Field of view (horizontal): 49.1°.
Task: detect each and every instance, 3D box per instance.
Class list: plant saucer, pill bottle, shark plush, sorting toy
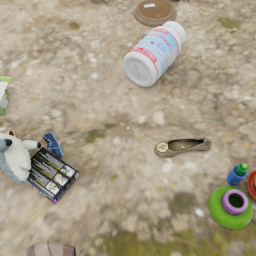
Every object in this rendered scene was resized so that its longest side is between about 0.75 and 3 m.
[{"bbox_3d":[1.131,-4.843,11.595,1.802,0.266,1.802,-1,56,1],"label":"plant saucer"},{"bbox_3d":[0.969,-2.559,9.415,1.279,1.279,2.352,29,61,18],"label":"pill bottle"},{"bbox_3d":[-3.556,0.640,7.333,2.534,1.151,1.055,14,89,15],"label":"shark plush"},{"bbox_3d":[3.011,1.499,6.909,2.154,0.884,1.294,-22,59,-14],"label":"sorting toy"}]

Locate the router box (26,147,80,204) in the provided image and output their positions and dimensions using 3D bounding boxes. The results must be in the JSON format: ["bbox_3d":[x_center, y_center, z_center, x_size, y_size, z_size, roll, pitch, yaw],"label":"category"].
[{"bbox_3d":[-2.107,1.222,7.427,1.319,0.337,0.984,30,61,19],"label":"router box"}]

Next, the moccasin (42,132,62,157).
[{"bbox_3d":[-2.146,0.523,7.920,0.322,0.380,0.944,-19,44,-28],"label":"moccasin"}]

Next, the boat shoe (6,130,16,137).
[{"bbox_3d":[-3.293,0.431,7.921,0.330,0.309,0.894,5,45,-44],"label":"boat shoe"}]

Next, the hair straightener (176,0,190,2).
[{"bbox_3d":[1.831,-5.689,12.173,1.735,0.355,0.668,20,59,8],"label":"hair straightener"}]

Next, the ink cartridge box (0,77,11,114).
[{"bbox_3d":[-4.256,-1.066,8.912,0.897,0.460,1.214,4,55,3],"label":"ink cartridge box"}]

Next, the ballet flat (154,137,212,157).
[{"bbox_3d":[1.558,0.486,7.899,1.656,0.384,0.558,-5,56,-3],"label":"ballet flat"}]

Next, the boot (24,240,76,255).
[{"bbox_3d":[-1.713,3.261,5.984,1.194,0.574,1.633,-8,56,3],"label":"boot"}]
